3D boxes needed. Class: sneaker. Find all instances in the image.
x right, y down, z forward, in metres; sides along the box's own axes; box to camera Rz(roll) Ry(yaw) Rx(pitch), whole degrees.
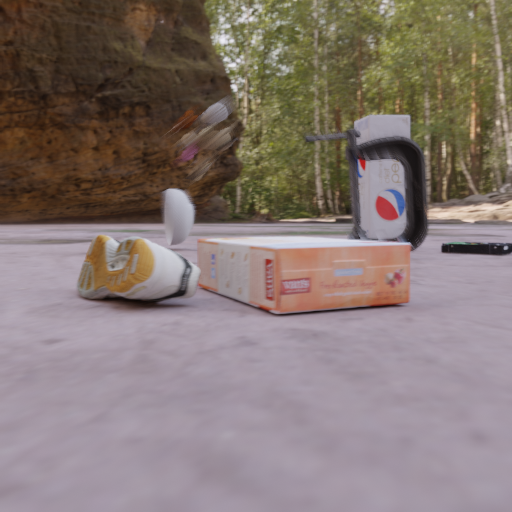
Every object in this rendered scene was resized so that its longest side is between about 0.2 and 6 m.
[{"bbox_3d":[-1.148,0.197,5.307,0.742,0.640,1.692,20,-7,-33],"label":"sneaker"}]

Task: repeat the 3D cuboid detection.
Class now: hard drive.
[{"bbox_3d":[4.560,-0.157,11.565,1.226,0.232,0.857,4,6,37],"label":"hard drive"}]

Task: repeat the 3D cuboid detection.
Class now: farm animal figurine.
[{"bbox_3d":[-1.061,-2.199,11.095,1.355,1.371,0.715,-8,22,26],"label":"farm animal figurine"}]

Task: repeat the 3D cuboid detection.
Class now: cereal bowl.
[{"bbox_3d":[-1.750,-0.881,12.756,0.529,1.271,1.271,-1,4,-18],"label":"cereal bowl"}]

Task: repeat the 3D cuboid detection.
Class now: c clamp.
[{"bbox_3d":[2.082,-1.178,10.207,2.067,2.419,0.328,-8,4,23],"label":"c clamp"}]

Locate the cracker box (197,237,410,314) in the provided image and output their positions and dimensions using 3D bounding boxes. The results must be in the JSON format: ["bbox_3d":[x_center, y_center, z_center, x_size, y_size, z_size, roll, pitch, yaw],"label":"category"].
[{"bbox_3d":[0.351,0.117,5.459,1.324,0.570,1.977,-2,4,-24],"label":"cracker box"}]

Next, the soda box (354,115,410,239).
[{"bbox_3d":[2.951,-1.699,13.155,1.039,3.051,0.971,-2,5,-11],"label":"soda box"}]
